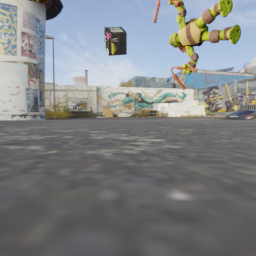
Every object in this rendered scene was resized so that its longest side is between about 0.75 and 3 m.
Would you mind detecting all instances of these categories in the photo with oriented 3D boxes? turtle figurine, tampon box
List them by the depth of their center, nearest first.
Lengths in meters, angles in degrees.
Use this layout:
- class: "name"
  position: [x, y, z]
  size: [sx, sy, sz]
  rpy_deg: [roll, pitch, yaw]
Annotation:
- class: "turtle figurine"
  position: [1.985, -2.587, 8.008]
  size: [0.921, 2.861, 2.307]
  rpy_deg: [-23, 14, -36]
- class: "tampon box"
  position: [-0.554, -3.789, 12.156]
  size: [0.818, 0.972, 1.296]
  rpy_deg: [-6, 30, -9]

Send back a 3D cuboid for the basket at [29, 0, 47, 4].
- class: "basket"
  position: [-2.539, -3.621, 6.337]
  size: [1.455, 1.038, 1.084]
  rpy_deg: [20, 3, 20]
